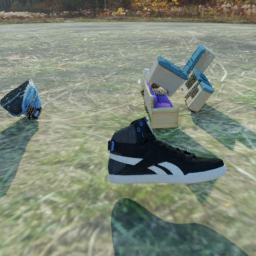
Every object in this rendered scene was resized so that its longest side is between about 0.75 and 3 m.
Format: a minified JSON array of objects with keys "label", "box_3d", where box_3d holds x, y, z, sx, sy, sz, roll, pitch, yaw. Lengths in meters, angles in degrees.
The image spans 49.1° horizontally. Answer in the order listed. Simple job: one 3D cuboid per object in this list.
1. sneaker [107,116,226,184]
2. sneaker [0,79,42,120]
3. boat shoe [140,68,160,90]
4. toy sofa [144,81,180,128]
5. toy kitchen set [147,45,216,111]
[{"label":"sneaker","box_3d":[0.660,0.391,5.474,2.322,1.299,0.848,-5,0,13]},{"label":"sneaker","box_3d":[-3.176,-0.816,8.983,1.030,1.182,2.629,-32,20,2]},{"label":"boat shoe","box_3d":[0.971,-1.995,11.605,0.791,0.955,2.657,8,6,-1]},{"label":"toy sofa","box_3d":[1.074,-0.872,9.420,0.875,1.031,2.113,-2,24,-3]},{"label":"toy kitchen set","box_3d":[1.999,-2.298,10.293,2.340,1.721,2.921,27,27,-14]}]
